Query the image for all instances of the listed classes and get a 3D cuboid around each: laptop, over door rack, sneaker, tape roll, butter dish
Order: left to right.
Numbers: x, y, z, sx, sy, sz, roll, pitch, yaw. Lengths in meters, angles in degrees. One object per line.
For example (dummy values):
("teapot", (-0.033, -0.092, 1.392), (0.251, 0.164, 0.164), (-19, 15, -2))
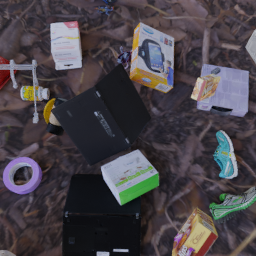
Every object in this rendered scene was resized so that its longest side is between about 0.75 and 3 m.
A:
("butter dish", (-5.373, -2.373, 10.844), (1.507, 1.117, 1.511), (29, 69, 12))
("over door rack", (-4.259, -1.314, 10.420), (1.767, 0.797, 2.392), (-2, 85, -9))
("tape roll", (-3.546, 1.602, 9.454), (1.183, 0.388, 1.183), (0, 65, 0))
("laptop", (-0.781, 2.949, 8.982), (2.378, 1.386, 2.684), (1, 91, 1))
("laptop", (-0.776, -0.456, 9.685), (2.572, 2.408, 1.491), (-27, 22, 11))
("sneaker", (3.287, 0.884, 9.663), (0.682, 0.663, 1.712), (-8, 66, 6))
("sneaker", (3.434, 2.326, 8.960), (1.770, 0.691, 0.754), (-26, 68, -11))

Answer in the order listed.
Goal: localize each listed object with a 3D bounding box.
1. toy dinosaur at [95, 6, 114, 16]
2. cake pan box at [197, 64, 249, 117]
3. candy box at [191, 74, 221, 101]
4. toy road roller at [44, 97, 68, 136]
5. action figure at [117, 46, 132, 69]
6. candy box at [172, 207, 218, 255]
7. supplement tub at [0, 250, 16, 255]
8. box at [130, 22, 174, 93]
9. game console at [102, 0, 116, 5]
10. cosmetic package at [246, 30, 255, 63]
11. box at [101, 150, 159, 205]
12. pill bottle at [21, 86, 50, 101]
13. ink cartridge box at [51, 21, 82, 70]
("toy dinosaur", (-1.024, -5.403, 12.661), (0.691, 0.400, 0.762), (-21, 53, -30))
("cake pan box", (3.657, -1.444, 10.769), (1.805, 0.513, 1.960), (9, 66, 6))
("candy box", (2.093, -1.093, 7.479), (0.272, 0.567, 0.983), (31, 32, 29))
("toy road roller", (-1.941, -0.414, 9.921), (2.012, 1.468, 1.236), (14, 101, -25))
("action figure", (0.073, -2.907, 11.343), (0.773, 0.859, 1.153), (0, 22, 24))
("candy box", (1.221, 2.037, 5.210), (0.407, 1.441, 0.841), (34, 92, 12))
("supplement tub", (-4.037, 4.776, 7.061), (2.914, 2.104, 2.104), (-29, 69, -13))
("box", (1.000, -2.901, 11.028), (1.659, 0.578, 2.787), (16, 65, -24))
("game console", (-1.153, -6.240, 12.844), (0.950, 0.659, 1.113), (-39, 72, -15))
("cosmetic package", (5.635, -2.863, 11.090), (0.761, 1.078, 2.082), (-18, 68, -6))
("box", (0.056, 1.529, 8.988), (1.429, 0.691, 1.261), (-24, 43, -19))
("pill bottle", (-3.522, -1.316, 10.684), (0.964, 0.544, 0.544), (3, 66, 0))
("ink cartridge box", (-2.537, -3.408, 11.561), (1.144, 0.663, 1.965), (-8, 66, -3))
